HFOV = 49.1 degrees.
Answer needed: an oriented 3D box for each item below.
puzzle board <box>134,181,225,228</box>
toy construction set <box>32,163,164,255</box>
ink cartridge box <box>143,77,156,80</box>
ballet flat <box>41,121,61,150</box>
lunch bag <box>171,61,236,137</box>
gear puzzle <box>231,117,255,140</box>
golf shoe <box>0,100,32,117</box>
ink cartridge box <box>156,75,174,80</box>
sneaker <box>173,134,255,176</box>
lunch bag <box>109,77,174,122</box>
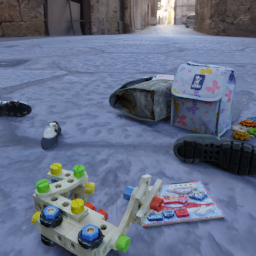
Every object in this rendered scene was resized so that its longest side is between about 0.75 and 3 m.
[{"bbox_3d":[1.147,1.763,6.816,1.897,0.165,1.430,-3,24,-8],"label":"puzzle board"},{"bbox_3d":[-0.759,1.644,5.807,2.988,1.377,1.959,1,21,32],"label":"toy construction set"},{"bbox_3d":[1.732,-2.643,16.589,2.182,0.481,2.222,14,29,30],"label":"ink cartridge box"},{"bbox_3d":[-2.751,0.182,9.962,0.595,0.595,1.629,0,24,0],"label":"ballet flat"},{"bbox_3d":[2.782,-1.143,10.576,2.105,2.483,1.578,19,29,36],"label":"lunch bag"},{"bbox_3d":[4.711,-0.040,10.747,2.477,0.324,1.283,-20,31,-38],"label":"gear puzzle"},{"bbox_3d":[-5.127,-0.948,12.330,1.942,0.755,0.917,2,24,1],"label":"golf shoe"},{"bbox_3d":[1.911,-2.186,14.782,0.945,0.550,1.305,5,51,12],"label":"ink cartridge box"},{"bbox_3d":[2.799,0.604,8.406,2.757,1.040,1.093,12,24,24],"label":"sneaker"},{"bbox_3d":[0.761,-1.365,12.269,2.706,1.591,2.219,12,23,40],"label":"lunch bag"}]
